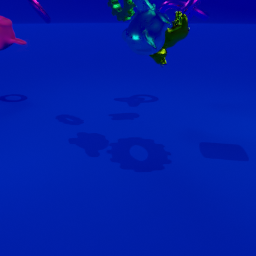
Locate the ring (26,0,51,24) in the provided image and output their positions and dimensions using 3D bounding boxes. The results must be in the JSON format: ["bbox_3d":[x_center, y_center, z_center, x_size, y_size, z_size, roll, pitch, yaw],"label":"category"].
[{"bbox_3d":[-3.207,-4.250,9.957,0.246,1.232,1.232,-41,29,0],"label":"ring"}]

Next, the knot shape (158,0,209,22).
[{"bbox_3d":[1.878,-4.035,9.788,1.699,0.839,1.815,-11,-1,23],"label":"knot shape"}]

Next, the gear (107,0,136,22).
[{"bbox_3d":[-0.209,-3.442,7.461,0.209,1.132,1.132,-28,33,-24],"label":"gear"}]

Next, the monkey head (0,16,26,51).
[{"bbox_3d":[-2.815,-1.958,5.959,1.158,0.698,0.833,-6,35,-11],"label":"monkey head"}]

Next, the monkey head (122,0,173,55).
[{"bbox_3d":[0.302,-2.239,6.174,1.028,1.227,1.706,-48,31,3],"label":"monkey head"}]

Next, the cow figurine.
[{"bbox_3d":[1.220,-2.616,8.418,1.415,1.392,0.776,-21,39,-2],"label":"cow figurine"}]
